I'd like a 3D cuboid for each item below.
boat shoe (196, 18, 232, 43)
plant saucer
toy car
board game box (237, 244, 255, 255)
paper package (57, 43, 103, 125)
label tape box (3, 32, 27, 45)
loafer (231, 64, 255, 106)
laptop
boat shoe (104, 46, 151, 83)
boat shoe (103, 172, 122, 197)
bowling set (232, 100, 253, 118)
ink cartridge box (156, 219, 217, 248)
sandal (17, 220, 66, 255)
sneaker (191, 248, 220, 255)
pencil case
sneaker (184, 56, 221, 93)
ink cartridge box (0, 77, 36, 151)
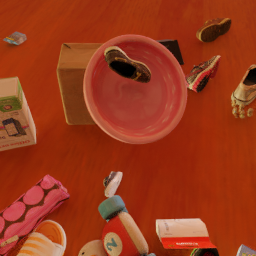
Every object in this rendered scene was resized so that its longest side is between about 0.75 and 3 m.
[{"bbox_3d":[4.166,-4.951,14.027,2.486,0.895,0.840,-31,49,-31],"label":"boat shoe"},{"bbox_3d":[0.194,-1.034,7.810,2.969,0.753,2.969,1,86,-19],"label":"plant saucer"},{"bbox_3d":[-0.535,2.925,6.460,1.955,1.729,1.802,-31,65,-10],"label":"toy car"},{"bbox_3d":[3.311,3.824,6.381,1.927,0.353,1.457,25,52,21],"label":"board game box"},{"bbox_3d":[-0.999,-1.429,9.616,2.509,2.633,1.362,-1,48,-2],"label":"paper package"},{"bbox_3d":[-5.583,-4.367,13.837,0.652,0.301,0.910,23,54,20],"label":"label tape box"},{"bbox_3d":[5.134,-1.985,11.262,1.033,0.903,2.872,30,54,24],"label":"loafer"},{"bbox_3d":[1.376,-3.505,13.192,1.852,1.146,1.978,-12,77,-10],"label":"laptop"},{"bbox_3d":[0.039,-1.499,7.262,1.588,0.566,0.478,23,46,-40],"label":"boat shoe"},{"bbox_3d":[-0.512,1.562,7.992,0.408,0.432,1.205,11,21,12],"label":"boat shoe"},{"bbox_3d":[4.100,-0.583,10.391,0.885,0.475,0.616,39,77,28],"label":"bowling set"},{"bbox_3d":[1.357,2.557,6.861,1.188,1.484,0.351,0,84,-1],"label":"ink cartridge box"},{"bbox_3d":[-2.232,3.326,6.578,0.975,0.729,2.545,9,49,8],"label":"sandal"},{"bbox_3d":[1.689,3.703,6.037,0.939,1.025,2.448,3,48,3],"label":"sneaker"},{"bbox_3d":[-2.610,2.254,7.334,2.332,1.092,1.058,-44,101,-30],"label":"pencil case"},{"bbox_3d":[3.143,-2.411,11.662,0.839,0.906,2.248,31,55,28],"label":"sneaker"},{"bbox_3d":[-4.013,-0.345,8.866,1.656,2.279,0.997,-11,52,-11],"label":"ink cartridge box"}]
